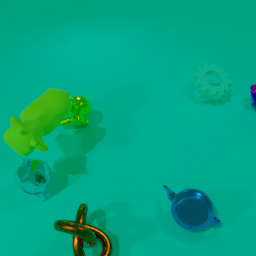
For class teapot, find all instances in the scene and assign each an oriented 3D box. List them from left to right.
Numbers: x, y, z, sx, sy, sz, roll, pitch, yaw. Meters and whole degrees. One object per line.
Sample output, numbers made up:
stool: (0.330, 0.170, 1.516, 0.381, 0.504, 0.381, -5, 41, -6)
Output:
teapot: (-1.904, 0.995, 5.647, 0.739, 1.188, 0.582, -22, 30, -16)
teapot: (1.216, 1.514, 5.431, 1.305, 0.812, 0.639, 30, 12, 12)

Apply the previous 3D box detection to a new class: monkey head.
monkey head: (-1.394, -0.443, 7.272, 0.935, 0.784, 1.300, -9, 0, 8)

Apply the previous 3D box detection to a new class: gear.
gear: (2.381, -1.342, 7.884, 1.054, 0.195, 1.054, 4, 63, -8)

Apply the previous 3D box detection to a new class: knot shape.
knot shape: (-0.718, 1.911, 4.847, 0.540, 1.169, 1.094, -37, 81, 0)

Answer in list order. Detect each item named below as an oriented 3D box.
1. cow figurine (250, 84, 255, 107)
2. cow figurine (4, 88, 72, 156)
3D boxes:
cow figurine: (4.066, -0.722, 7.649, 1.266, 1.246, 0.695, -17, 25, 31)
cow figurine: (-1.733, -0.187, 5.660, 1.592, 0.874, 1.567, -47, 18, -12)
